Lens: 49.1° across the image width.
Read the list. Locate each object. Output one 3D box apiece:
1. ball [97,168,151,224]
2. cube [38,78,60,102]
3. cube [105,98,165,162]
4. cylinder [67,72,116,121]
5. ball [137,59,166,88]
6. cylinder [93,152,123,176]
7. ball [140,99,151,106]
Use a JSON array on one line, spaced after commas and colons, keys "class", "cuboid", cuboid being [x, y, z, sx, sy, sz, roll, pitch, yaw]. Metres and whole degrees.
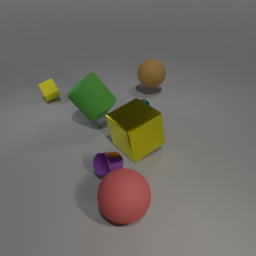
[{"class": "ball", "cuboid": [-0.101, 1.747, 7.254, 1.400, 1.400, 1.400, 0, 32, 0]}, {"class": "cube", "cuboid": [-3.711, -1.788, 13.219, 0.700, 0.700, 0.700, -29, 83, -14]}, {"class": "cube", "cuboid": [0.273, 0.045, 9.793, 1.400, 1.400, 1.400, -31, 41, -21]}, {"class": "cylinder", "cuboid": [-1.419, -1.216, 10.989, 1.400, 1.400, 1.400, -36, 20, 15]}, {"class": "ball", "cuboid": [1.164, -2.705, 13.877, 1.400, 1.400, 1.400, 0, 32, 0]}, {"class": "cylinder", "cuboid": [-0.623, 1.106, 8.789, 0.700, 0.700, 0.700, 27, 15, 37]}, {"class": "ball", "cuboid": [0.646, -0.918, 12.273, 0.700, 0.700, 0.700, 0, 32, 0]}]
